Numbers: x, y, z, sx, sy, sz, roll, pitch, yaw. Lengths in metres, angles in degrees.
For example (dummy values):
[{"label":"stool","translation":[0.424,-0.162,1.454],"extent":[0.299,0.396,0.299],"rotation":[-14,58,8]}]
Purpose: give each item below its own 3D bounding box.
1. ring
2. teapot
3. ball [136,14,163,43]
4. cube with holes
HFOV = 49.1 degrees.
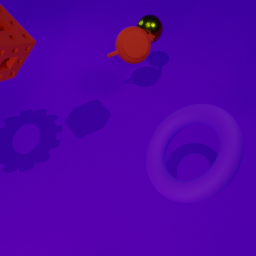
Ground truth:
[{"label":"ring","translation":[0.979,0.358,4.412],"extent":[1.637,0.327,1.637],"rotation":[-23,50,32]},{"label":"teapot","translation":[0.155,-2.313,7.854],"extent":[1.607,0.999,0.787],"rotation":[-26,15,-12]},{"label":"ball","translation":[0.652,-3.004,8.501],"extent":[0.835,0.835,0.835],"rotation":[0,51,0]},{"label":"cube with holes","translation":[-2.225,-1.324,4.459],"extent":[0.869,0.869,0.869],"rotation":[46,30,0]}]
